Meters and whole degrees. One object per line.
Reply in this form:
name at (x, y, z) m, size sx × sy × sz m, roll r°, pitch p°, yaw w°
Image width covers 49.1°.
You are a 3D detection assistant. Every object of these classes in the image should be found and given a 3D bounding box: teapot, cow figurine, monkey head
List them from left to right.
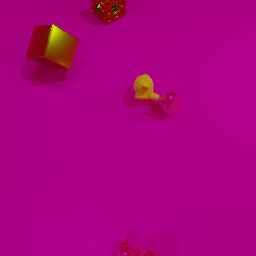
cow figurine at (0.238, 2.872, 6.305) m, size 0.938 × 0.954 × 0.523 m, roll 42°, pitch 50°, yaw -11°
monkey head at (0.585, -1.208, 8.455) m, size 0.837 × 0.701 × 1.164 m, roll 13°, pitch 27°, yaw 1°
teapot at (1.189, -0.759, 8.326) m, size 1.120 × 0.696 × 0.548 m, roll -2°, pitch 16°, yaw -43°

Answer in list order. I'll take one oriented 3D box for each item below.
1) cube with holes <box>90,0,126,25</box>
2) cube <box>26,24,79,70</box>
cube with holes at (-0.736, -4.648, 10.350) m, size 0.942 × 0.942 × 0.942 m, roll -35°, pitch 65°, yaw -18°
cube at (-2.352, -2.494, 8.723) m, size 1.031 × 1.031 × 1.031 m, roll 14°, pitch 87°, yaw 39°
